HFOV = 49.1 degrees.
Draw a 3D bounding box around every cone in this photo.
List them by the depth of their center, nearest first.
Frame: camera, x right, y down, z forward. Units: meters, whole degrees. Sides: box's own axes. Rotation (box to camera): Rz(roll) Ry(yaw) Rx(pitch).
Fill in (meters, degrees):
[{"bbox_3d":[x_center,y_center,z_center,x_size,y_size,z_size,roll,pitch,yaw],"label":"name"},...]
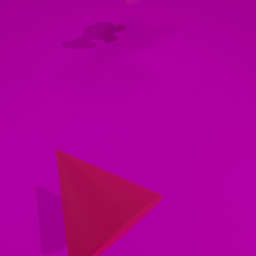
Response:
[{"bbox_3d":[-0.487,0.726,3.292,1.277,1.277,1.282,-34,71,-23],"label":"cone"}]

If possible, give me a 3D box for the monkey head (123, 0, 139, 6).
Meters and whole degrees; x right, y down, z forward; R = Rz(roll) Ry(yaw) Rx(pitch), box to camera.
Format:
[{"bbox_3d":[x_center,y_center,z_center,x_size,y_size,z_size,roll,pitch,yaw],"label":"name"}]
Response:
[{"bbox_3d":[0.079,-4.161,7.612,1.918,1.380,1.156,-22,13,-21],"label":"monkey head"}]
